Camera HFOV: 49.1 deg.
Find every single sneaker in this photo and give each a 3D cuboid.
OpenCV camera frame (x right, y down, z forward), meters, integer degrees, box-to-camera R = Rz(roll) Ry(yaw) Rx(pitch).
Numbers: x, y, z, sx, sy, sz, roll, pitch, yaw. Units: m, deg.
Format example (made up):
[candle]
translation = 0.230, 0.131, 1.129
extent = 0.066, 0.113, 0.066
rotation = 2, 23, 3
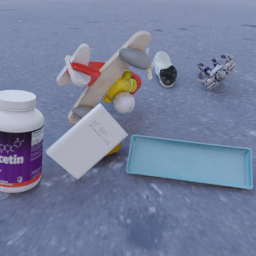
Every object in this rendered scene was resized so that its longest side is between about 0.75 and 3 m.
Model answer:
[sneaker]
translation = 1.614, -2.481, 12.393
extent = 0.847, 0.854, 2.357
rotation = 1, 45, -6

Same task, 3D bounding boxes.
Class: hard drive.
[hard drive]
translation = -0.899, 0.331, 6.379
extent = 1.583, 1.044, 0.211
rotation = -42, 32, -1

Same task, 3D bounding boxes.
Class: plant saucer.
[plant saucer]
translation = 1.444, 0.816, 6.710
extent = 2.887, 0.274, 1.009
rotation = 7, 64, 7

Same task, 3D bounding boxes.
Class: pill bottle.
[pill bottle]
translation = -2.471, 0.282, 6.143
extent = 1.171, 2.083, 1.171
rotation = 8, 22, -3

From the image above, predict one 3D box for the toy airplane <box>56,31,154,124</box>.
[toy airplane]
translation = -0.563, -1.268, 8.091
extent = 2.801, 2.813, 1.985
rotation = -31, 75, -16

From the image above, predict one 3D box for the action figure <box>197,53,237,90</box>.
[action figure]
translation = 3.550, -2.361, 11.496
extent = 1.582, 0.844, 2.432
rotation = -32, 14, 15

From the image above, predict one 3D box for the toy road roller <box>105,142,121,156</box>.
[toy road roller]
translation = -0.853, 0.278, 7.273
extent = 1.231, 0.898, 0.756
rotation = -17, 17, -27
